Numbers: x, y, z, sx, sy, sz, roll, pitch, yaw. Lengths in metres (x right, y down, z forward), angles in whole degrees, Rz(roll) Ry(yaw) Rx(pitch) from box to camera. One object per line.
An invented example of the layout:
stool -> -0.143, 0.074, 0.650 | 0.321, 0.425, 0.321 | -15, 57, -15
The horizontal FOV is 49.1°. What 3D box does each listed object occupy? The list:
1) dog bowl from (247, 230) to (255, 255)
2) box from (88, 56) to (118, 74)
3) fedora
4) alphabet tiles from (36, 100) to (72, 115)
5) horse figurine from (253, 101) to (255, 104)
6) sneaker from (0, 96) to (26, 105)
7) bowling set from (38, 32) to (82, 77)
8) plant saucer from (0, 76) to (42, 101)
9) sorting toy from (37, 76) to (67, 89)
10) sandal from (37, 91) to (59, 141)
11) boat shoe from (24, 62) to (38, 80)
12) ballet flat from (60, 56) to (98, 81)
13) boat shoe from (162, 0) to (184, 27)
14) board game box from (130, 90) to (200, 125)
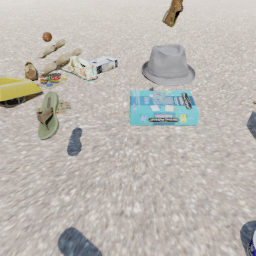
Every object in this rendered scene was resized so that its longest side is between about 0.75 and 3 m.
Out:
dog bowl -> 3.012, 2.494, 5.541 | 1.146, 0.451, 1.146 | 0, 33, 0
box -> -1.329, -3.241, 14.352 | 1.462, 0.440, 0.853 | -28, 42, -36
fedora -> 1.986, -3.272, 13.584 | 2.618, 1.336, 2.960 | -2, 33, -3
alphabet tiles -> -2.921, -0.795, 10.966 | 1.345, 0.043, 1.119 | -9, 35, -14
horse figurine -> 5.387, -0.926, 10.993 | 0.551, 0.207, 0.831 | -16, 40, -3
sneaker -> -5.083, -1.412, 11.311 | 2.023, 0.784, 0.806 | 4, 25, 7
bowling set -> -3.607, -3.713, 13.553 | 1.312, 1.701, 2.443 | -16, 20, 46
plant saucer -> -5.021, -1.661, 11.280 | 2.185, 0.530, 2.186 | 10, 21, 27
sorting toy -> -3.527, -2.139, 12.814 | 0.802, 0.281, 1.663 | 21, 38, 28
sandal -> -1.704, -0.281, 5.770 | 0.492, 0.354, 1.240 | -21, 55, 18
boat shoe -> -4.739, -2.767, 13.502 | 0.587, 0.573, 1.551 | -14, 36, -21
ballet flat -> -2.429, -3.058, 13.712 | 2.644, 0.845, 1.000 | 26, 42, 34
boat shoe -> 1.134, -2.752, 6.386 | 0.307, 0.903, 0.325 | 43, 39, 23
board game box -> 1.268, -0.786, 10.463 | 2.394, 0.562, 1.808 | 1, 33, 1
